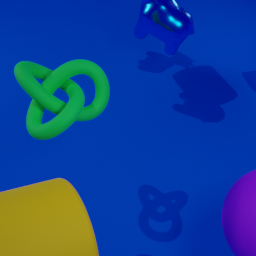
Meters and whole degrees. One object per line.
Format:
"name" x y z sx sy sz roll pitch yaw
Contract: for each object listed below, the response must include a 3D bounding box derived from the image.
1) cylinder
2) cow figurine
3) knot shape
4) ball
"cylinder" -1.191 1.340 2.882 1.371 1.371 1.371 -10 53 -32
"cow figurine" 0.646 -2.340 5.375 1.625 1.599 0.892 30 63 -1
"knot shape" -0.784 -0.447 3.607 1.144 0.565 1.223 -13 63 -20
"ball" 1.806 1.120 3.301 1.334 1.334 1.334 0 56 0
